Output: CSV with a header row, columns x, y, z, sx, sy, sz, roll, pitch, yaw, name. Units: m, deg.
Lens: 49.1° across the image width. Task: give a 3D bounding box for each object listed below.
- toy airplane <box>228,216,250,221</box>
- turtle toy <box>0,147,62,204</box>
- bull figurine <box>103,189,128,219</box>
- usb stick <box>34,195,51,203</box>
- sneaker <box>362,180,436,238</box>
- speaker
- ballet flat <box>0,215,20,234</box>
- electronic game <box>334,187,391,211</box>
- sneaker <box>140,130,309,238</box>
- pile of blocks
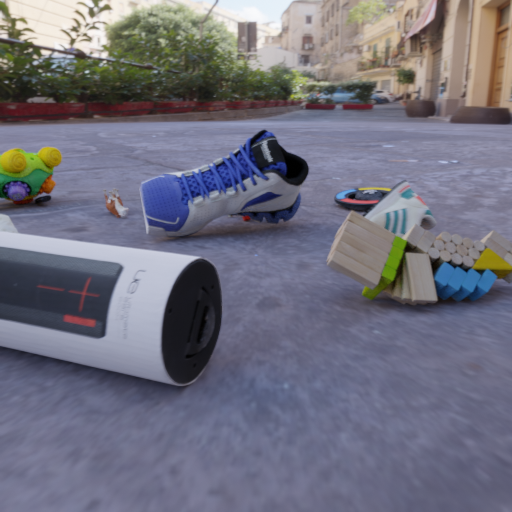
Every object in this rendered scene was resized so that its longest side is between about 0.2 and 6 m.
x,y,z,sx,sy,sz,roll,pitch,yaw,name
-0.267,-1.079,11.747,0.801,0.565,0.798,23,58,26,toy airplane
-5.690,-1.768,12.805,1.799,1.247,2.468,6,18,34,turtle toy
-2.997,-1.110,11.907,0.320,0.596,0.981,-16,17,-29,bull figurine
-4.964,-1.314,13.030,0.222,0.130,0.799,-37,22,-28,usb stick
2.079,-0.303,8.700,1.030,0.776,2.204,45,53,7,sneaker
-1.853,0.435,5.571,2.961,1.202,1.202,7,18,22,speaker
-4.400,-0.443,9.293,1.866,0.670,0.670,13,21,39,ballet flat
2.587,-1.343,12.845,1.580,0.329,1.580,-4,19,1,electronic game
-0.425,-1.430,10.064,3.266,1.319,1.886,-8,-25,-23,sneaker
2.142,0.238,7.266,2.763,1.134,0.859,6,-28,-10,pile of blocks
